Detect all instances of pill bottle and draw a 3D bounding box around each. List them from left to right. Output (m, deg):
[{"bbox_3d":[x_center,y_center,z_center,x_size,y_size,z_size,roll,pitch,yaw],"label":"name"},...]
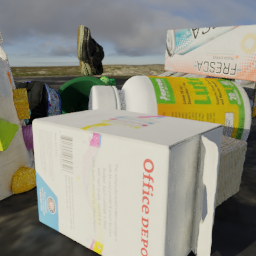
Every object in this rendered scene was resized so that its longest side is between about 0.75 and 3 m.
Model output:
[{"bbox_3d":[0.682,-0.192,5.180,2.702,1.501,1.501,-1,13,-15],"label":"pill bottle"}]

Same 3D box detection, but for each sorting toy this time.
[{"bbox_3d":[-2.232,-0.408,4.527,1.493,2.516,2.795,-3,14,-14],"label":"sorting toy"}]

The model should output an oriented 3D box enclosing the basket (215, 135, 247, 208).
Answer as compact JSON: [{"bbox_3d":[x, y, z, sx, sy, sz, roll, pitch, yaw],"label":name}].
[{"bbox_3d":[1.171,0.569,4.055,0.706,0.878,0.870,20,23,41],"label":"basket"}]

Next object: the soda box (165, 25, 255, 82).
[{"bbox_3d":[1.819,-1.393,5.188,0.826,0.889,2.600,-7,18,-32],"label":"soda box"}]

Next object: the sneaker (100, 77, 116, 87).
[{"bbox_3d":[-1.599,-2.436,16.452,1.007,1.136,2.718,7,15,26],"label":"sneaker"}]

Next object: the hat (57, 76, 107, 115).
[{"bbox_3d":[-1.470,-0.553,10.298,1.948,2.070,2.351,-1,52,7],"label":"hat"}]

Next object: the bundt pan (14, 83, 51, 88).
[{"bbox_3d":[-3.672,-1.075,9.644,2.432,0.913,2.432,0,13,0],"label":"bundt pan"}]

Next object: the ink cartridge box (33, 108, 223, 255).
[{"bbox_3d":[0.081,0.555,3.116,1.990,1.279,1.246,11,16,36],"label":"ink cartridge box"}]

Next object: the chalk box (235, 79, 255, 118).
[{"bbox_3d":[3.713,-1.259,10.668,2.306,1.435,1.427,10,16,32],"label":"chalk box"}]

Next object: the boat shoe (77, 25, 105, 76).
[{"bbox_3d":[-1.170,-2.448,9.093,0.834,0.942,2.574,4,-11,-3],"label":"boat shoe"}]

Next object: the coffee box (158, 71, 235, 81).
[{"bbox_3d":[1.811,-0.791,8.044,1.047,1.483,2.623,-26,21,-20],"label":"coffee box"}]

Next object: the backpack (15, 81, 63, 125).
[{"bbox_3d":[-2.262,-0.379,6.817,1.522,1.450,1.173,3,-3,13],"label":"backpack"}]
